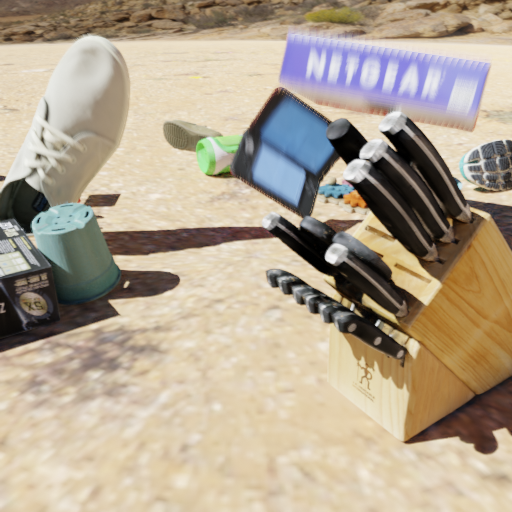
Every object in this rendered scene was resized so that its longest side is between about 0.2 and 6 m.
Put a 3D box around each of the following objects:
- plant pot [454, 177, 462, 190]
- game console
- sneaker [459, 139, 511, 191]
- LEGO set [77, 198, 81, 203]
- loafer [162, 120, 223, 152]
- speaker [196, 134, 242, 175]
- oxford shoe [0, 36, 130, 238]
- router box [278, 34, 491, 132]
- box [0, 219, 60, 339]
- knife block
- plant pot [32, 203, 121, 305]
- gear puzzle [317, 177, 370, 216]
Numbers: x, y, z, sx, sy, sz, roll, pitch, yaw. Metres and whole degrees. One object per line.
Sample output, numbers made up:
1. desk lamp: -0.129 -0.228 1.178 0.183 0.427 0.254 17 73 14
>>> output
1. plant pot: 2.261 -0.508 8.296 1.318 1.291 1.318 0 27 0
2. game console: 0.578 -1.591 8.852 1.564 0.928 1.348 30 56 -18
3. sneaker: 5.135 -1.959 12.032 2.684 1.040 1.069 -15 10 -37
4. LEGO set: -3.992 -0.797 10.036 1.824 0.599 2.442 -16 26 3
5. loafer: -1.596 -3.032 14.335 1.870 0.711 0.631 26 34 25
6. speaker: -0.306 -2.346 12.657 1.987 0.879 0.879 -13 28 -25
7. oxford shoe: -2.862 -1.551 8.192 1.272 3.382 0.977 34 22 -3
8. router box: 1.953 -2.505 8.321 2.694 0.658 2.417 16 12 18
9. box: -3.565 0.316 7.121 1.529 0.804 1.867 -17 30 -31
10. knife block: 1.682 0.006 5.233 3.425 3.007 1.096 -16 31 -31
11. plant pot: -2.450 -0.073 7.504 1.065 1.043 1.065 -3 35 2
12. gear puzzle: 2.520 -1.052 10.468 1.522 0.385 2.938 -20 32 -35
